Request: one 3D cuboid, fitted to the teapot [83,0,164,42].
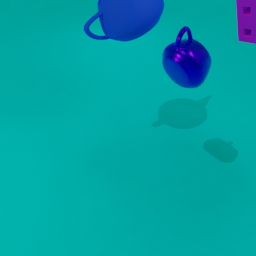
[{"bbox_3d":[0.034,-2.361,5.261,2.078,1.017,1.292,-41,38,-6],"label":"teapot"}]

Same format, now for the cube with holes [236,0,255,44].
[{"bbox_3d":[2.112,-1.726,3.667,0.938,0.938,0.938,-40,42,-19],"label":"cube with holes"}]

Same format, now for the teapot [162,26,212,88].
[{"bbox_3d":[1.024,-1.081,4.663,0.669,1.367,0.850,-43,51,-10],"label":"teapot"}]
